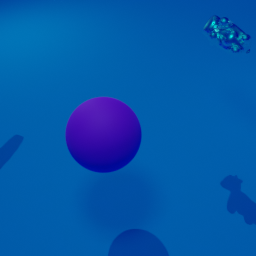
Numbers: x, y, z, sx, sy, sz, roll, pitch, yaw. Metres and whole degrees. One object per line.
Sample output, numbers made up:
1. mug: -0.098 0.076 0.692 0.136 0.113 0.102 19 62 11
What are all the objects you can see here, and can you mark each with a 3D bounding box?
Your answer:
1. cow figurine: 1.642 -1.511 4.643 0.935 0.513 0.920 44 24 16
2. ball: -0.347 0.097 4.034 1.086 1.086 1.086 0 46 0
